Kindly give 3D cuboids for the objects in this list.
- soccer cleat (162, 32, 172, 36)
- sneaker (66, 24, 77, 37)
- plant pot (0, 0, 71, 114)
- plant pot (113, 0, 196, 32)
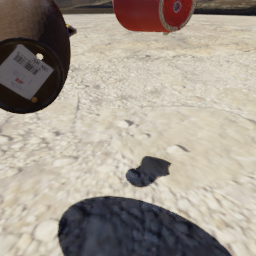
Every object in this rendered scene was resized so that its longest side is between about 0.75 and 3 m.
[{"bbox_3d":[1.271,-3.341,7.993,0.538,1.387,0.480,35,34,15],"label":"soccer cleat"},{"bbox_3d":[-1.890,-2.533,7.437,0.568,0.472,1.261,16,37,21],"label":"sneaker"},{"bbox_3d":[-1.884,-1.267,4.763,2.236,2.236,2.393,-11,33,-20],"label":"plant pot"},{"bbox_3d":[0.583,-2.547,5.649,1.389,1.389,1.229,-19,37,-32],"label":"plant pot"}]
